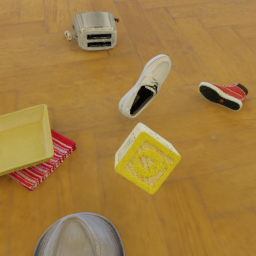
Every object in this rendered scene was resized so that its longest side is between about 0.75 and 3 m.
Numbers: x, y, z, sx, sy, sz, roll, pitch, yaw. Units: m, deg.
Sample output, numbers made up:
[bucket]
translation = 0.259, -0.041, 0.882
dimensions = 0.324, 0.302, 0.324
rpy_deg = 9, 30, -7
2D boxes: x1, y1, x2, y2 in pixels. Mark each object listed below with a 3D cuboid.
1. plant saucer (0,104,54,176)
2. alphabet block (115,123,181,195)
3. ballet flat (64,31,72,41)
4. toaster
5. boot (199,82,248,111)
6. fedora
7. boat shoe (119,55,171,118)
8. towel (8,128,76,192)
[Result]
[plant saucer]
translation = -3.488, 0.490, 8.629
dimensions = 2.384, 0.578, 2.385
rpy_deg = -16, 48, -7
[alphabet block]
translation = 0.404, 0.655, 6.434
dimensions = 1.084, 1.110, 1.090
rpy_deg = 33, 97, -6
[ballet flat]
translation = -2.818, -4.414, 13.193
dimensions = 0.298, 0.252, 0.787
rpy_deg = -20, 52, -15
[toaster]
translation = -1.354, -4.300, 12.466
dimensions = 2.215, 1.259, 1.431
rpy_deg = -5, 53, -11
[boot]
translation = 3.567, -1.438, 10.452
dimensions = 1.689, 0.612, 1.218
rpy_deg = 29, 55, 13
[fedora]
translation = -1.183, 2.901, 6.375
dimensions = 2.219, 1.133, 2.509
rpy_deg = -3, 50, -3
[boat shoe]
translation = 0.650, -1.316, 8.949
dimensions = 2.395, 0.862, 0.787
rpy_deg = -48, 31, -4
[towel]
translation = -2.758, 0.861, 8.718
dimensions = 1.447, 0.225, 2.001
rpy_deg = 28, 55, 23
